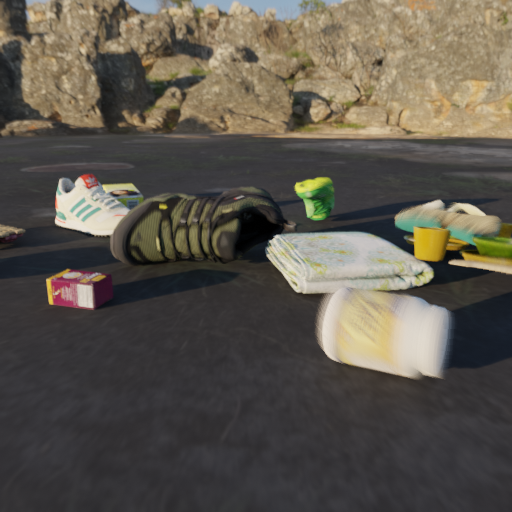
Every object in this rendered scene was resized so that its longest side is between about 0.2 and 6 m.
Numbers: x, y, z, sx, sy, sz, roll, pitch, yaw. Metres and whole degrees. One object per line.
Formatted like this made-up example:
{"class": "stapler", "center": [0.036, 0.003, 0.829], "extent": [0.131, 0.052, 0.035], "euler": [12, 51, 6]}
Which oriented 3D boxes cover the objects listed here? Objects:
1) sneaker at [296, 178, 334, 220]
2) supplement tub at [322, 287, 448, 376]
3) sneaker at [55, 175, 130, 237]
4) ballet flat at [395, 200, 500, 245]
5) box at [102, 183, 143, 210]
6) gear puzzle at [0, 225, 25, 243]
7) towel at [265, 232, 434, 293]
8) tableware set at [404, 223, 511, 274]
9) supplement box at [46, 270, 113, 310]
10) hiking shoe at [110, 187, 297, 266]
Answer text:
{"class": "sneaker", "center": [1.612, -1.416, 14.216], "extent": [0.849, 0.958, 2.294], "euler": [-8, -6, 19]}
{"class": "supplement tub", "center": [1.535, 0.900, 6.644], "extent": [1.284, 0.927, 0.927], "euler": [7, 17, 30]}
{"class": "sneaker", "center": [-3.925, -1.269, 13.611], "extent": [2.824, 1.320, 0.994], "euler": [11, 19, 35]}
{"class": "ballet flat", "center": [3.848, -0.724, 11.215], "extent": [2.065, 0.777, 0.700], "euler": [16, -21, 40]}
{"class": "box", "center": [-3.842, -1.600, 16.065], "extent": [0.945, 0.629, 2.510], "euler": [-5, 16, -20]}
{"class": "gear puzzle", "center": [-6.386, -0.441, 12.679], "extent": [2.506, 0.328, 1.298], "euler": [9, 20, 39]}
{"class": "towel", "center": [1.584, 0.109, 10.138], "extent": [2.457, 0.592, 2.103], "euler": [-2, 19, -14]}
{"class": "tableware set", "center": [4.144, -0.361, 10.794], "extent": [2.787, 0.635, 4.138], "euler": [10, 11, 33]}
{"class": "supplement box", "center": [-2.800, 0.528, 8.915], "extent": [0.852, 0.439, 0.557], "euler": [5, 17, 17]}
{"class": "hiking shoe", "center": [-1.028, -0.527, 10.727], "extent": [3.470, 1.314, 1.747], "euler": [-16, 23, -16]}
